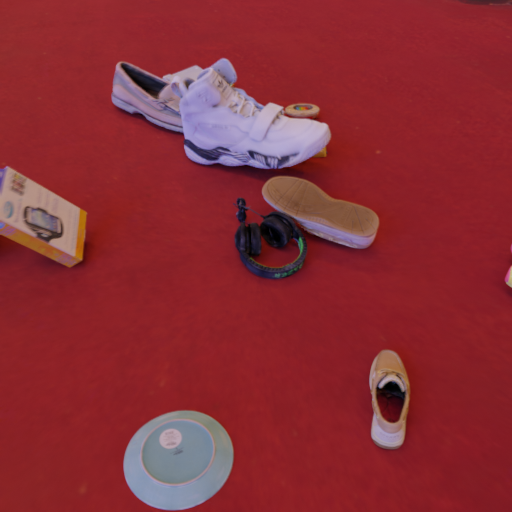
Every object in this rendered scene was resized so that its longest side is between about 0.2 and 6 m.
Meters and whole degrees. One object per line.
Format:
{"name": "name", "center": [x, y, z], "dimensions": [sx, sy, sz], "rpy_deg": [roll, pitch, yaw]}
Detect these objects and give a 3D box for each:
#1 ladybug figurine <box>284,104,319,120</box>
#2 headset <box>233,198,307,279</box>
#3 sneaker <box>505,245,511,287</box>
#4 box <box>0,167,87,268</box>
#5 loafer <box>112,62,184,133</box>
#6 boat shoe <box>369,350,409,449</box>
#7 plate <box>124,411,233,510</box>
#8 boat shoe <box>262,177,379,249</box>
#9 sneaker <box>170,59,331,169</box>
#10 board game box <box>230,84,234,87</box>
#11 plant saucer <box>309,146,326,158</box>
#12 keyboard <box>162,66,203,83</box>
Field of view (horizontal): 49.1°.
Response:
{"name": "ladybug figurine", "center": [1.205, -3.782, 14.844], "dimensions": [0.930, 0.335, 0.632], "rpy_deg": [-1, 39, -2]}
{"name": "headset", "center": [0.121, -0.325, 10.455], "dimensions": [1.215, 0.925, 1.968], "rpy_deg": [-21, 58, -19]}
{"name": "sneaker", "center": [5.174, -0.156, 9.808], "dimensions": [1.200, 1.038, 2.657], "rpy_deg": [22, 44, 29]}
{"name": "box", "center": [-3.869, -0.697, 9.747], "dimensions": [0.400, 1.929, 1.148], "rpy_deg": [-29, 48, 28]}
{"name": "loafer", "center": [-2.432, -4.120, 14.581], "dimensions": [3.482, 1.095, 1.252], "rpy_deg": [24, 39, 24]}
{"name": "boat shoe", "center": [1.865, 1.849, 7.698], "dimensions": [0.581, 0.521, 1.571], "rpy_deg": [5, 39, 6]}
{"name": "plate", "center": [-0.992, 2.525, 7.141], "dimensions": [1.398, 0.179, 1.398], "rpy_deg": [0, 40, 0]}
{"name": "boat shoe", "center": [1.175, -0.751, 10.724], "dimensions": [2.373, 0.821, 0.875], "rpy_deg": [27, 66, 22]}
{"name": "sneaker", "center": [-0.235, -3.053, 12.090], "dimensions": [3.548, 2.039, 1.333], "rpy_deg": [5, 45, 26]}
{"name": "board game box", "center": [-1.062, -4.760, 16.211], "dimensions": [0.590, 0.185, 1.235], "rpy_deg": [6, 42, 10]}
{"name": "plant saucer", "center": [1.340, -2.664, 13.299], "dimensions": [0.637, 0.154, 0.636], "rpy_deg": [-2, 79, 0]}
{"name": "keyboard", "center": [-1.010, -4.274, 15.405], "dimensions": [1.271, 0.241, 4.517], "rpy_deg": [-25, 47, -26]}
